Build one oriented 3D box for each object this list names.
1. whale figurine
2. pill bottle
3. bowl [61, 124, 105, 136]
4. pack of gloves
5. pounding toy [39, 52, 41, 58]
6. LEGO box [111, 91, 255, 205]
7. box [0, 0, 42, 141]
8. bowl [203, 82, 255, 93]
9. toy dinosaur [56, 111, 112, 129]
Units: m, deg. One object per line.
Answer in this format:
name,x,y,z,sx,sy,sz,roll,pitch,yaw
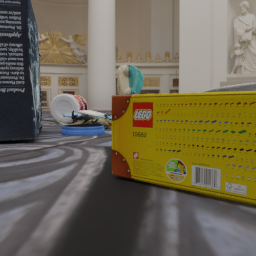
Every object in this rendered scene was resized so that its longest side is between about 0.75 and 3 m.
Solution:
whale figurine,0.169,-1.702,11.487,1.125,1.725,2.169,-4,36,-7
pill bottle,-2.352,-0.823,11.719,1.166,1.166,2.064,0,5,6
bowl,-1.128,0.038,7.060,1.108,0.217,1.108,0,4,0
pack of gloves,-1.119,-0.213,10.026,2.185,0.431,1.836,15,12,30
pounding toy,-3.118,-2.360,8.709,0.817,1.429,0.820,16,39,-20
LEGO box,1.143,0.081,2.700,2.142,0.827,1.595,4,6,38
box,-2.975,-1.264,6.347,1.828,2.900,2.950,-1,5,-14
bowl,4.164,-0.822,9.679,2.976,1.337,2.976,-8,3,0
toy dinosaur,-1.161,-0.194,8.313,2.309,0.548,1.018,-1,-4,6
